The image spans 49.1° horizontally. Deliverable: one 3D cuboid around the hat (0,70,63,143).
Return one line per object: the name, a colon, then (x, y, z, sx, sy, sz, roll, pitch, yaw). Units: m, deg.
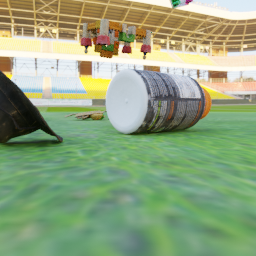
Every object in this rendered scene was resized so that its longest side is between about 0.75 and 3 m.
hat: (-2.003, -0.208, 4.624, 0.822, 2.037, 2.037, -47, 22, -16)

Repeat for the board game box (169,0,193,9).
board game box: (0.888, -2.921, 5.380, 0.148, 1.143, 1.143, -14, 17, 33)

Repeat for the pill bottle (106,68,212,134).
pill bottle: (0.954, -0.651, 7.182, 2.821, 1.498, 1.498, -3, 5, -41)

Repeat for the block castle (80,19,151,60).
block castle: (-0.440, -3.193, 10.468, 2.423, 1.137, 1.619, -3, 12, -40)

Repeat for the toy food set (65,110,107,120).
toy food set: (-1.985, -0.576, 14.441, 2.321, 0.466, 1.603, -9, 1, -30)
